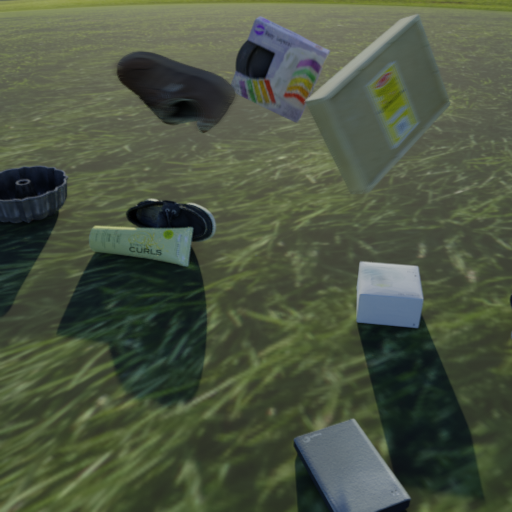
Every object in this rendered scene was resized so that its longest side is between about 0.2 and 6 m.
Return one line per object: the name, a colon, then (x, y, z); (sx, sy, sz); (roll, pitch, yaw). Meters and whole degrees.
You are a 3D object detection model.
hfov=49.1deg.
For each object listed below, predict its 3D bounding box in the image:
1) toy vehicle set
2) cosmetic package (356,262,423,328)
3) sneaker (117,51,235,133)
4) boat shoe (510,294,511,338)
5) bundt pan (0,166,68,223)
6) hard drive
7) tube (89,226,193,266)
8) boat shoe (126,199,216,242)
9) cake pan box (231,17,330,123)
toy vehicle set: (2.535, -3.008, 11.026); (3.329, 2.069, 0.441); (-45, 29, -27)
cosmetic package: (2.366, 0.680, 10.049); (1.072, 0.661, 1.076); (4, 33, 8)
sneaker: (-1.740, -3.046, 10.462); (2.727, 0.960, 1.030); (20, 72, 29)
boat shoe: (4.599, 1.165, 9.141); (0.695, 0.751, 2.035); (9, 32, 8)
bundt pan: (-5.493, -1.420, 13.392); (2.055, 0.771, 2.055); (-1, 31, 0)
hard drive: (1.169, 2.730, 7.100); (0.933, 0.220, 1.337); (-12, 33, -18)
tube: (-2.388, -0.287, 11.681); (2.135, 0.619, 0.554); (6, 31, 10)
boat shoe: (-1.922, -0.773, 12.093); (2.332, 0.872, 0.773); (21, 22, 35)
cake pan box: (0.488, -4.304, 12.983); (1.919, 1.768, 0.502); (28, 30, 1)
